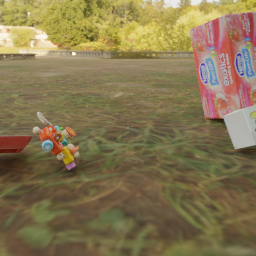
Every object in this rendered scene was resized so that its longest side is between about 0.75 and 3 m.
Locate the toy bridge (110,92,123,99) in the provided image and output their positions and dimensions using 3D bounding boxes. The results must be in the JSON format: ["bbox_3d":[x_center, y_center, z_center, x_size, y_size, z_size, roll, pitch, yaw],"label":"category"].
[{"bbox_3d":[-0.373,-1.221,10.409,0.259,0.105,0.770,-14,10,27],"label":"toy bridge"}]

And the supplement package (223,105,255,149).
[{"bbox_3d":[2.477,-0.054,5.588,0.764,0.730,0.562,-16,-6,-23],"label":"supplement package"}]

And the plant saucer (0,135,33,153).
[{"bbox_3d":[-2.338,0.310,4.845,1.196,0.219,1.194,-1,-8,-26],"label":"plant saucer"}]

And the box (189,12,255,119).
[{"bbox_3d":[2.746,-1.629,7.643,1.228,2.594,1.331,-17,10,-27],"label":"box"}]

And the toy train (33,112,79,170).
[{"bbox_3d":[-1.171,0.131,4.776,0.378,1.020,1.357,-33,29,-3],"label":"toy train"}]
